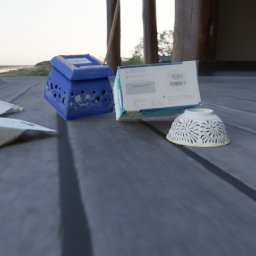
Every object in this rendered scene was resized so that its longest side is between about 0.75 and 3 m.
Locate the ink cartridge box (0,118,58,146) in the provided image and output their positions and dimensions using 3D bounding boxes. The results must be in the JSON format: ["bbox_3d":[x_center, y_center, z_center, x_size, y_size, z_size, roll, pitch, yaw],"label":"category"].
[{"bbox_3d":[-3.203,0.058,6.394,1.982,0.696,2.438,13,-1,41],"label":"ink cartridge box"}]

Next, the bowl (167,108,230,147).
[{"bbox_3d":[1.600,-0.079,6.385,1.423,0.668,1.423,-1,13,0],"label":"bowl"}]

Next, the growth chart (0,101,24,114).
[{"bbox_3d":[-4.691,-0.703,9.369,1.545,0.189,2.135,18,16,4],"label":"growth chart"}]

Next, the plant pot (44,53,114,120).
[{"bbox_3d":[-1.554,-1.437,9.072,1.791,1.610,1.791,-13,39,-35],"label":"plant pot"}]

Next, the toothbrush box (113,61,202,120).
[{"bbox_3d":[0.607,-0.867,7.444,1.845,1.075,2.520,-5,-4,-5],"label":"toothbrush box"}]
